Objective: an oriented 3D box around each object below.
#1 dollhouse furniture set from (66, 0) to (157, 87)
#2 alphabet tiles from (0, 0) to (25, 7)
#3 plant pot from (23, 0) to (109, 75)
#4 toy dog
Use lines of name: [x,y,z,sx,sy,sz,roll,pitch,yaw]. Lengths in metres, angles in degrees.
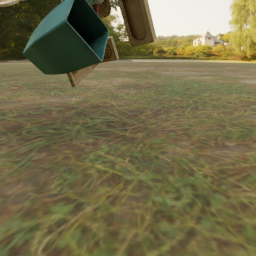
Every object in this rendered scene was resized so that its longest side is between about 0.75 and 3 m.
dollhouse furniture set: [-0.769,-3.242,9.626,2.775,2.639,2.261,-4,32,25]
alphabet tiles: [-3.353,-3.886,8.195,2.386,0.174,2.334,-34,40,-25]
plant pot: [-1.749,-2.301,7.488,1.933,1.366,1.366,-18,47,29]
toy dog: [-1.188,-3.779,7.990,1.387,1.013,2.103,-2,26,-17]
